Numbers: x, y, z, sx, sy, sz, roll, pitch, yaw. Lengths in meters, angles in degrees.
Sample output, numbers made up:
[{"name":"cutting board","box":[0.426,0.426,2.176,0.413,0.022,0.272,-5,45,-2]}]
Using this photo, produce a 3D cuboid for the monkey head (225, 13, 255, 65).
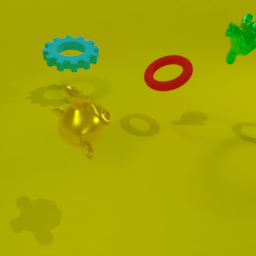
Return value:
[{"name":"monkey head","box":[3.231,-2.641,8.116,1.125,1.563,0.942,18,12,-10]}]

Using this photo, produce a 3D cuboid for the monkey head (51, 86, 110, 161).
[{"name":"monkey head","box":[-0.893,-0.164,4.828,0.905,1.080,1.501,-47,52,3]}]

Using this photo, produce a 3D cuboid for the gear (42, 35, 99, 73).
[{"name":"gear","box":[-2.021,-2.676,9.979,1.925,0.356,1.925,3,45,-3]}]

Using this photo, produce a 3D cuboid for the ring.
[{"name":"ring","box":[1.164,-1.616,8.166,1.446,0.289,1.446,-12,48,13]}]
